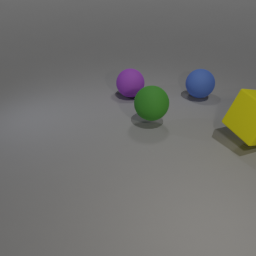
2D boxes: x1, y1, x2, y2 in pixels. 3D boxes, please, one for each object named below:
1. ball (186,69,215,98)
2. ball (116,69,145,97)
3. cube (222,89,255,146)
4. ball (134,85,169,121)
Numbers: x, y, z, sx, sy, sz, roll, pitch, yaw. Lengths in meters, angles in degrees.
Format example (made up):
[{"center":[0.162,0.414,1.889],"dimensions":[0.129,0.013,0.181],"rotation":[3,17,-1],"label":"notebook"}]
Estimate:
[{"center":[3.526,-2.176,13.687],"dimensions":[1.400,1.400,1.400],"rotation":[0,30,0],"label":"ball"},{"center":[0.118,-2.231,13.871],"dimensions":[1.400,1.400,1.400],"rotation":[0,30,0],"label":"ball"},{"center":[4.436,-0.375,9.626],"dimensions":[1.400,1.400,1.400],"rotation":[-1,38,-34],"label":"cube"},{"center":[0.938,-0.987,11.159],"dimensions":[1.400,1.400,1.400],"rotation":[0,30,0],"label":"ball"}]
